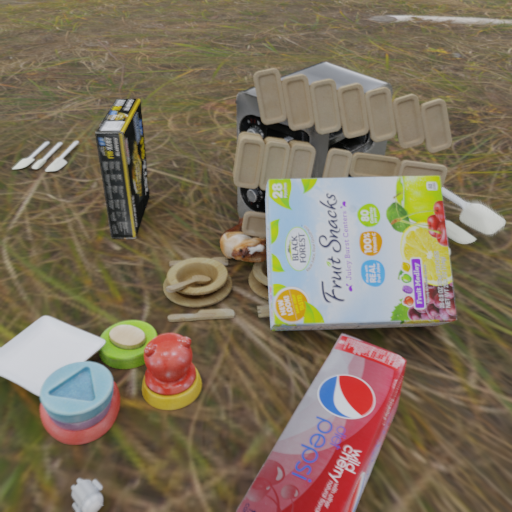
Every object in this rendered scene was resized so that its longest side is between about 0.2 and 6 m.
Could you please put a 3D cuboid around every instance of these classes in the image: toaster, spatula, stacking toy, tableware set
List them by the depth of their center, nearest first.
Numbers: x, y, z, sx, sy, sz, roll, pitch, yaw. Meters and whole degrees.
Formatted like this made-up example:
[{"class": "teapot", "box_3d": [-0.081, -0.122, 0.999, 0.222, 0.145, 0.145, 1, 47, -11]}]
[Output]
[{"class": "stacking toy", "box_3d": [-2.158, 1.512, 8.281, 2.279, 0.962, 2.063, -18, 39, -26]}, {"class": "tableware set", "box_3d": [-0.283, 0.336, 10.337, 2.871, 0.575, 1.898, -4, 34, -6]}, {"class": "spatula", "box_3d": [3.799, -0.883, 12.066, 1.779, 0.206, 2.559, -34, 40, -4]}, {"class": "toaster", "box_3d": [1.266, -2.289, 12.105, 1.996, 3.041, 3.363, 30, 45, 32]}, {"class": "spatula", "box_3d": [-5.628, -2.726, 15.273, 1.278, 0.148, 1.838, 0, 33, 10]}]

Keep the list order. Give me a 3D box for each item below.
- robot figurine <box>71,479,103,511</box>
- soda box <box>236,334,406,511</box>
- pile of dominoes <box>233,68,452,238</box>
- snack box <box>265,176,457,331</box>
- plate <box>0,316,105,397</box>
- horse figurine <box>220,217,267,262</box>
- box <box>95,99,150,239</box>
[{"class": "robot figurine", "box_3d": [-2.048, 2.929, 6.804, 0.491, 0.277, 0.416, 32, 79, 38]}, {"class": "soda box", "box_3d": [0.895, 2.406, 6.833, 0.997, 1.100, 3.143, 17, 38, 23]}, {"class": "pile of dominoes", "box_3d": [1.567, -1.673, 10.324, 3.875, 3.021, 0.617, 7, 23, -7]}, {"class": "snack box", "box_3d": [1.648, -0.025, 9.363, 2.921, 0.989, 2.464, -2, 76, -1]}, {"class": "plate", "box_3d": [-3.218, 1.547, 8.572, 1.332, 0.216, 1.335, 17, 38, 22]}, {"class": "horse figurine", "box_3d": [-0.108, -0.252, 10.925, 1.505, 0.567, 2.271, -15, 19, -24]}, {"class": "box", "box_3d": [-2.783, -1.874, 11.951, 0.597, 2.421, 1.933, 0, 34, -2]}]
